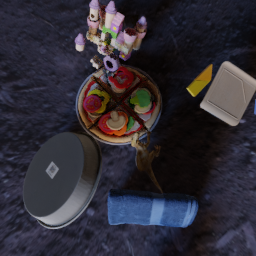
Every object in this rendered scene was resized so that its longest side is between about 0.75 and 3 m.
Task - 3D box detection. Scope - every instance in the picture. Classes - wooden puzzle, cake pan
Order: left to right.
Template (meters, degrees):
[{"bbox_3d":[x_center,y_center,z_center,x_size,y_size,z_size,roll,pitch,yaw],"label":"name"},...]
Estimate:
[{"bbox_3d":[-1.816,1.218,7.320,2.639,0.484,2.639,-21,52,30],"label":"cake pan"},{"bbox_3d":[2.954,-1.003,8.202,2.394,0.280,1.615,35,93,-17],"label":"wooden puzzle"}]

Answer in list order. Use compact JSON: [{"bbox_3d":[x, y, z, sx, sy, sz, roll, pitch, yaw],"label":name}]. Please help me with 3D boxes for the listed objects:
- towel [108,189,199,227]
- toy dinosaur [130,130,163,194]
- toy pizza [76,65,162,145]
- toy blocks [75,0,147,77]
[{"bbox_3d":[0.594,2.164,7.426,2.339,1.306,0.568,5,48,1],"label":"towel"},{"bbox_3d":[0.497,0.836,7.949,0.636,2.187,1.106,-7,34,29],"label":"toy dinosaur"},{"bbox_3d":[-0.288,-0.833,8.843,2.752,0.436,2.752,0,72,0],"label":"toy pizza"},{"bbox_3d":[-0.542,-3.070,8.606,1.852,1.668,1.982,33,56,9],"label":"toy blocks"}]
